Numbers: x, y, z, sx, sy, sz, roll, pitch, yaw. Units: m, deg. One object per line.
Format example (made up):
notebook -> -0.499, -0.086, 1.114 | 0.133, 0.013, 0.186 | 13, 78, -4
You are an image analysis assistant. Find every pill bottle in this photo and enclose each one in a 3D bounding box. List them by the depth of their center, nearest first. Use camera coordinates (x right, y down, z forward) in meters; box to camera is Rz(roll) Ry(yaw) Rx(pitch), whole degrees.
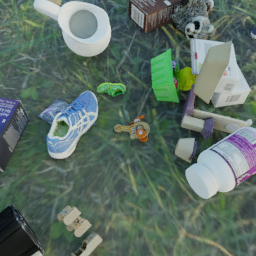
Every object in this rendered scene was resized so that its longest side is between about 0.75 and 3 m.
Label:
pill bottle -> 2.668, 0.947, 7.513 | 2.171, 1.219, 1.219 | -29, 62, -17

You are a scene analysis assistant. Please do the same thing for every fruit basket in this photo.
fruit basket -> 1.660, -1.708, 9.327 | 1.738, 1.254, 1.738 | -10, 56, 15

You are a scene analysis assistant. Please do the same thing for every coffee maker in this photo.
coffee maker -> -3.069, 2.674, 6.016 | 1.986, 1.908, 1.338 | -38, 48, -24

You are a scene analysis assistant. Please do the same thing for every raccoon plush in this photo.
raccoon plush -> 3.044, -4.283, 10.921 | 2.709, 1.310, 1.815 | -35, 72, -20

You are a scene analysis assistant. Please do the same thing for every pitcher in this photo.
pitcher -> -1.714, -3.411, 9.265 | 2.338, 2.725, 1.652 | 24, 97, -6

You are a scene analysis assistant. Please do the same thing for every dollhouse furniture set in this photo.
dollhouse furniture set -> -1.280, 2.507, 6.680 | 0.728, 1.028, 1.119 | -42, 96, -25
dollhouse furniture set -> 2.719, -0.509, 7.535 | 2.047, 2.884, 2.285 | 16, 56, 5

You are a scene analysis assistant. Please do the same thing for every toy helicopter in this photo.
toy helicopter -> 0.119, -0.019, 8.604 | 1.129, 0.445, 0.746 | 4, 69, 19

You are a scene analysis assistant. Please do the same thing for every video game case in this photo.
video game case -> -2.345, -0.512, 9.124 | 0.670, 0.089, 0.939 | 31, 63, 18

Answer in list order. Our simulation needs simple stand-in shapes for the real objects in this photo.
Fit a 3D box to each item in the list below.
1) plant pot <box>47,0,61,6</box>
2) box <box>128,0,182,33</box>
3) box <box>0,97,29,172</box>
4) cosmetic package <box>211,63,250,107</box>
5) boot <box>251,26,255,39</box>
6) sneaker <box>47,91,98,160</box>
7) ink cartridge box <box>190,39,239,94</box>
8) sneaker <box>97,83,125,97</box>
plant pot -> -3.171, -5.371, 11.888 | 0.838, 0.838, 0.562 | -38, 102, -21
box -> 1.442, -5.033, 11.515 | 2.589, 0.970, 1.297 | -29, 61, -19
box -> -4.032, 0.116, 8.161 | 1.447, 1.020, 1.955 | 9, 57, 5
cosmetic package -> 3.165, -1.766, 9.530 | 1.049, 0.737, 2.069 | -8, 58, -5
boot -> 5.559, -4.120, 11.075 | 1.502, 0.678, 0.546 | -33, 63, -19
sneaker -> -1.612, -0.234, 8.432 | 0.935, 0.951, 2.469 | 16, 58, 12
ink cartridge box -> 2.565, -1.953, 8.736 | 1.412, 0.674, 1.608 | 8, 57, -2
sneaker -> -0.568, -1.287, 9.454 | 0.975, 0.361, 0.408 | -3, 53, -2
